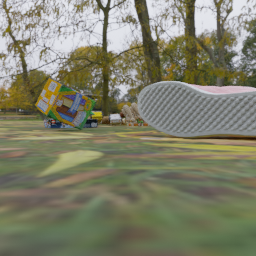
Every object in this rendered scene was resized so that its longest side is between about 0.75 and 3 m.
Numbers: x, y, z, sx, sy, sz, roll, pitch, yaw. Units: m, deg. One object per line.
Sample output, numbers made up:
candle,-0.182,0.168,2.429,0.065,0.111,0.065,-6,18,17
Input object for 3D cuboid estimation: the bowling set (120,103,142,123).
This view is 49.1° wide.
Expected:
bowling set,0.125,-0.368,8.061,0.987,0.530,0.687,-21,-11,-44

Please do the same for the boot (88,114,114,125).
boot,-1.642,-0.457,16.432,1.898,0.628,1.662,0,-11,-21

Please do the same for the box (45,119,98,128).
box,-2.332,-0.192,11.407,1.877,0.354,1.282,-1,2,-26

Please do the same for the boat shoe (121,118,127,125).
boat shoe,-0.290,-0.320,15.681,0.378,0.402,1.091,-9,-2,2

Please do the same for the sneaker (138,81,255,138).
sneaker,1.663,-0.337,5.572,2.786,1.048,1.456,7,7,30

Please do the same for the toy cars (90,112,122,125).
toy cars,-1.201,-0.449,15.371,2.782,0.616,1.247,10,18,43

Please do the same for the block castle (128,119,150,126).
block castle,0.531,-0.350,14.097,1.064,0.499,0.711,-1,2,-20

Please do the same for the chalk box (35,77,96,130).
chalk box,-1.797,-0.679,8.732,1.677,1.039,1.047,27,3,-42

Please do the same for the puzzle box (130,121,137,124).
puzzle box,0.958,-0.254,15.223,1.815,0.231,1.207,0,1,-8
